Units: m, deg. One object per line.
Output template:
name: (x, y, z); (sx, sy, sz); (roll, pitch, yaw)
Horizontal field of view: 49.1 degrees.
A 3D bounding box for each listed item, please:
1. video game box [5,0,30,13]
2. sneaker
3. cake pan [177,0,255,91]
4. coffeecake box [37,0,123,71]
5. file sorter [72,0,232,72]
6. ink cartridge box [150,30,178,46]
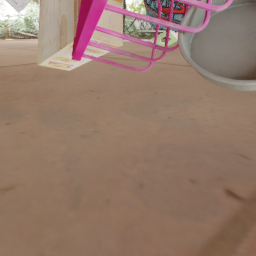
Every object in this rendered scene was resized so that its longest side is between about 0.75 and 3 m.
video game box: (-3.232, -3.592, 6.088); (0.459, 1.785, 1.960); (-45, 56, -1)
sneaker: (1.380, -2.847, 6.238); (2.970, 1.419, 1.178); (24, 69, 38)
cake pan: (1.339, -1.038, 3.131); (1.533, 0.281, 1.533); (-8, 60, 14)
coffeecake box: (-1.163, -2.533, 6.250); (0.926, 1.946, 2.535); (3, -3, -35)
file sorter: (0.185, -1.805, 3.620); (1.397, 1.548, 2.227); (10, -8, -17)
ink cartridge box: (1.795, -3.133, 8.034); (2.360, 0.566, 1.717); (-19, 0, 21)
